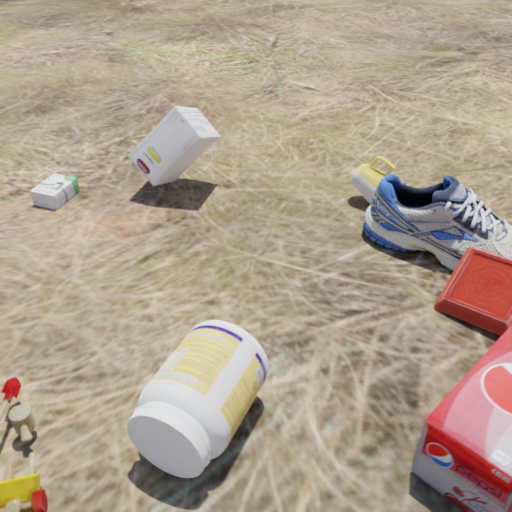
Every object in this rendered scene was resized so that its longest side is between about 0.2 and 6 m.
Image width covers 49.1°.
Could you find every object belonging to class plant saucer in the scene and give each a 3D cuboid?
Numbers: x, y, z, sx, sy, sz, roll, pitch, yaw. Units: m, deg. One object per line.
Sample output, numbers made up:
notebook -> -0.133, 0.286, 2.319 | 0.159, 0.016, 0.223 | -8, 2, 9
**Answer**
plant saucer -> 3.855, 0.514, 9.263 | 1.373, 0.253, 1.376 | 23, 70, 36

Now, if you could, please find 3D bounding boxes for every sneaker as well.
sneaker -> 3.708, -0.624, 10.403 | 3.473, 1.479, 1.338 | 16, 39, 20

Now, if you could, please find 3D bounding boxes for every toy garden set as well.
toy garden set -> -3.631, 2.565, 6.927 | 2.092, 0.501, 2.509 | -10, 37, -11

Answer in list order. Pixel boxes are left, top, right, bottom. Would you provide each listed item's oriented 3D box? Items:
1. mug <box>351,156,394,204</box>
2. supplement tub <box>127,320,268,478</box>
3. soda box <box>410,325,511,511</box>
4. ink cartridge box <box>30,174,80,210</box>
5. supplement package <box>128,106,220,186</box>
mug -> 2.529, -1.679, 12.169 | 0.748, 0.911, 0.730 | 40, 7, 10
supplement tub -> -0.724, 1.808, 7.258 | 1.263, 1.263, 1.737 | 16, 39, 20
soda box -> 3.574, 1.803, 7.383 | 1.240, 1.123, 3.542 | 30, 46, 35
ink cartridge box -> -4.464, -1.433, 12.444 | 0.642, 0.370, 0.880 | 12, 38, 15
supplement package -> -1.788, -2.420, 12.364 | 0.873, 1.574, 1.226 | 49, 20, 1
